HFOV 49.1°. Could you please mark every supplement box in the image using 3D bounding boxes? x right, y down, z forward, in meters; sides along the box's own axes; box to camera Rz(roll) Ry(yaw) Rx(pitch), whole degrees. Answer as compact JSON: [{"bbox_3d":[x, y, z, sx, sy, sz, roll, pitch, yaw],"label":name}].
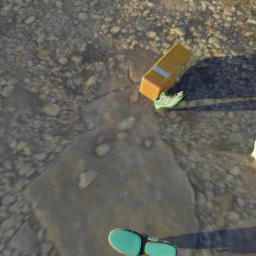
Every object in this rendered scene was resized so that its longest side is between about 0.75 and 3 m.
[{"bbox_3d":[1.339,-1.960,9.673,0.768,0.742,2.231,33,62,13],"label":"supplement box"}]

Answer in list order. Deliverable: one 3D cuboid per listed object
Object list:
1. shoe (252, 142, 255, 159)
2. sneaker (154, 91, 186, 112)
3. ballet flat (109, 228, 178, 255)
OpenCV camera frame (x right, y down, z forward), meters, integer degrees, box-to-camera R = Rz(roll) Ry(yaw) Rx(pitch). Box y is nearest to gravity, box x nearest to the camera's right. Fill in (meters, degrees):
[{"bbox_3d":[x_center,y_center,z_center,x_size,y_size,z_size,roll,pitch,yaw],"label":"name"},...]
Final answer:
[{"bbox_3d":[3.505,0.517,7.288,0.716,2.047,0.546,-48,59,-3],"label":"shoe"},{"bbox_3d":[1.256,-0.891,8.666,0.469,1.203,0.513,-32,99,-46],"label":"sneaker"},{"bbox_3d":[0.344,2.741,6.541,1.612,0.598,0.598,14,56,11],"label":"ballet flat"}]
